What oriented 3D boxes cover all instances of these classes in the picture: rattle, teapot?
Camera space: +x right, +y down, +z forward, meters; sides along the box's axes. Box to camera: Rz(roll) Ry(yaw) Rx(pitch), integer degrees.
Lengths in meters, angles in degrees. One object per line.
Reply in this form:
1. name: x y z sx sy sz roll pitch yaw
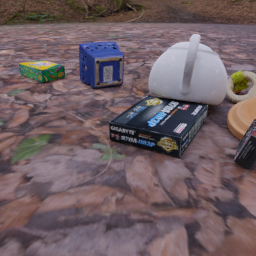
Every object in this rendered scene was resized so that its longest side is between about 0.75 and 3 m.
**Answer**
1. rattle: 4.747 -1.149 10.775 1.351 1.483 2.076 -40 53 -8
2. teapot: 2.157 -2.067 9.798 2.940 2.175 2.978 2 13 -33

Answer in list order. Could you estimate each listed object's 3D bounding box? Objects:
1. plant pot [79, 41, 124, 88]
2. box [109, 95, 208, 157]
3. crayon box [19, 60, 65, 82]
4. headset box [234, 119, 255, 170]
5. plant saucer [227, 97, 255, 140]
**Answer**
1. plant pot: -1.134 -2.800 12.695 1.806 1.806 1.623 -11 34 -22
2. box: 0.991 -0.193 8.341 2.109 0.610 2.653 13 28 26
3. crayon box: -4.341 -2.907 14.133 2.166 0.631 1.287 21 32 37
4. headset box: 2.985 0.397 6.739 0.435 0.838 1.127 29 34 15
5. plant saucer: 4.471 -0.270 8.157 2.964 0.478 2.964 -5 32 3
